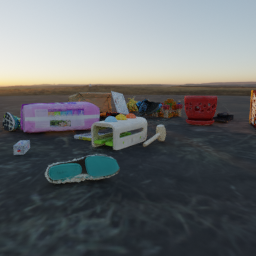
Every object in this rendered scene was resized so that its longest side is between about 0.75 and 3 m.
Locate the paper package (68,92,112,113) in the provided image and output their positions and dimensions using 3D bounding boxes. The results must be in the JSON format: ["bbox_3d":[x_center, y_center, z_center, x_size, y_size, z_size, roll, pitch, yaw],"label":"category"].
[{"bbox_3d":[-2.275,-1.460,16.763,2.126,1.154,2.230,-4,2,-24],"label":"paper package"}]

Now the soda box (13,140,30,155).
[{"bbox_3d":[-2.868,0.519,7.579,0.267,0.248,0.781,-1,9,-8],"label":"soda box"}]

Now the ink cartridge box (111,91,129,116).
[{"bbox_3d":[-0.519,-1.336,15.606,0.290,1.332,1.156,-27,-18,31],"label":"ink cartridge box"}]

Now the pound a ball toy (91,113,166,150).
[{"bbox_3d":[0.101,0.040,8.515,1.407,0.916,2.157,6,11,33],"label":"pound a ball toy"}]

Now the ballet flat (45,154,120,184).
[{"bbox_3d":[-0.870,0.786,5.333,1.378,0.494,0.494,-3,9,-18],"label":"ballet flat"}]

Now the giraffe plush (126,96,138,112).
[{"bbox_3d":[0.327,-1.406,18.500,0.970,1.124,0.912,2,37,-5],"label":"giraffe plush"}]

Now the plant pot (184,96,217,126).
[{"bbox_3d":[3.302,-0.827,12.808,1.447,1.318,1.447,0,10,0],"label":"plant pot"}]

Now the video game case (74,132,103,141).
[{"bbox_3d":[-1.236,0.279,9.572,0.835,0.118,0.924,6,10,36],"label":"video game case"}]

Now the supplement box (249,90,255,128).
[{"bbox_3d":[6.404,-0.751,11.417,2.340,1.575,2.372,2,9,15],"label":"supplement box"}]

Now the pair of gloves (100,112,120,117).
[{"bbox_3d":[-1.751,-0.644,14.596,2.346,0.326,2.634,-1,3,15],"label":"pair of gloves"}]

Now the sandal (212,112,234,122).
[{"bbox_3d":[4.790,-0.610,14.219,0.818,0.460,2.150,5,10,30],"label":"sandal"}]

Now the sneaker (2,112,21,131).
[{"bbox_3d":[-4.663,-0.274,11.431,0.747,0.727,1.875,5,5,-27],"label":"sneaker"}]

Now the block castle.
[{"bbox_3d":[2.076,-1.205,16.382,1.402,0.985,2.099,-5,10,-32],"label":"block castle"}]

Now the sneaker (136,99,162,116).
[{"bbox_3d":[1.064,-1.168,15.210,0.735,0.822,2.007,-34,12,-30],"label":"sneaker"}]

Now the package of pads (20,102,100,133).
[{"bbox_3d":[-2.757,-0.469,11.210,2.914,1.102,1.756,-4,7,-25],"label":"package of pads"}]
